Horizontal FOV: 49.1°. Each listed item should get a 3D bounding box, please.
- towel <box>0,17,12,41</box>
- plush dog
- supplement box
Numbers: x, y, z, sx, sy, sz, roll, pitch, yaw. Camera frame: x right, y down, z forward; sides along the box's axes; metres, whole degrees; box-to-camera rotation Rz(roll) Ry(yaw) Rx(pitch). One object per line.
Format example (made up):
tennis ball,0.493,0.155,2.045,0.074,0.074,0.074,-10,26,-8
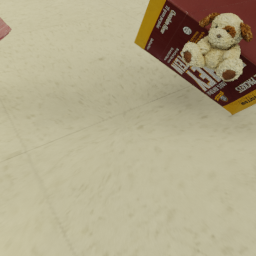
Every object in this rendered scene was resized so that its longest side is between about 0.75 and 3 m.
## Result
towel,-2.895,-1.885,4.293,0.204,1.794,1.292,-20,30,44
plush dog,1.390,-1.243,4.101,0.951,0.817,0.763,32,38,27
supplement box,2.076,-2.251,5.597,2.707,1.797,2.670,36,76,-1
